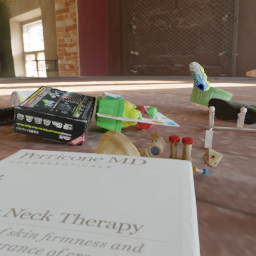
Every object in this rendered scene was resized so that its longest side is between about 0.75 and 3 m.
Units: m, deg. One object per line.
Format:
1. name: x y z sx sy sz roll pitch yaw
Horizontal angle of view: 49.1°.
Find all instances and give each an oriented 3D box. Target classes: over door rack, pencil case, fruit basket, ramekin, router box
1. over door rack: 3.683 -0.103 8.940 2.216 0.999 2.999 3 14 18
2. pencil case: -4.600 -1.437 14.310 1.194 1.094 2.631 13 18 38
3. fruit basket: 0.191 -0.589 10.350 2.803 1.314 2.596 1 13 -9
4. ramekin: 3.974 -1.446 13.657 1.932 0.944 1.932 18 7 -2
5. router box: -2.254 -0.502 9.243 2.054 0.852 2.741 13 21 -5

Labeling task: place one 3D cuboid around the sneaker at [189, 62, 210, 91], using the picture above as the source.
1. sneaker: 2.496 -1.797 9.905 0.432 1.141 0.599 -34 3 39

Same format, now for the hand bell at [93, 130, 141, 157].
1. hand bell: -1.192 1.155 3.779 2.819 1.468 1.468 -20 21 -27

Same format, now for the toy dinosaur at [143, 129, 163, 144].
1. toy dinosaur: 0.784 0.333 7.895 0.306 0.531 1.051 -9 15 -20

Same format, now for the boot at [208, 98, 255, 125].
1. boot: 4.896 -0.745 12.201 1.626 0.843 2.489 -10 25 -40

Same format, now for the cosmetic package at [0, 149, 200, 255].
1. cosmetic package: -0.448 1.235 1.766 1.678 1.667 2.005 2 12 11

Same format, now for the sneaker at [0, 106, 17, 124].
1. sneaker: -4.386 -0.579 11.301 2.232 0.817 0.914 1 10 -2

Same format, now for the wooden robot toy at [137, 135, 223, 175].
1. wooden robot toy: 0.930 0.715 5.998 2.019 0.889 0.916 6 25 24
